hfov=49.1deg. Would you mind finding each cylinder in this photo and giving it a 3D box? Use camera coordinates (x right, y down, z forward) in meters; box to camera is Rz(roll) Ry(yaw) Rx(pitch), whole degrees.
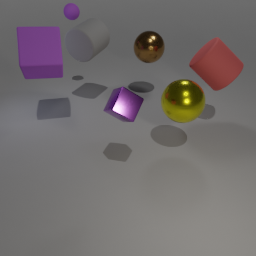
[{"bbox_3d":[3.246,-2.346,10.357,1.400,1.400,1.400,41,31,-11],"label":"cylinder"},{"bbox_3d":[-1.679,-3.680,11.704,1.400,1.400,1.400,14,42,22],"label":"cylinder"}]

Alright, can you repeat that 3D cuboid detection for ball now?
[{"bbox_3d":[1.755,-0.856,8.952,1.400,1.400,1.400,0,31,0],"label":"ball"},{"bbox_3d":[-2.487,-5.134,12.358,0.700,0.700,0.700,0,31,0],"label":"ball"},{"bbox_3d":[0.947,-3.624,12.570,1.400,1.400,1.400,0,31,0],"label":"ball"}]

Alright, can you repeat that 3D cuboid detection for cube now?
[{"bbox_3d":[-0.124,-0.616,7.533,0.700,0.700,0.700,28,-9,-21],"label":"cube"},{"bbox_3d":[-3.089,-2.641,9.988,1.400,1.400,1.400,-5,-7,-13],"label":"cube"}]
